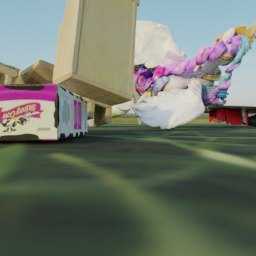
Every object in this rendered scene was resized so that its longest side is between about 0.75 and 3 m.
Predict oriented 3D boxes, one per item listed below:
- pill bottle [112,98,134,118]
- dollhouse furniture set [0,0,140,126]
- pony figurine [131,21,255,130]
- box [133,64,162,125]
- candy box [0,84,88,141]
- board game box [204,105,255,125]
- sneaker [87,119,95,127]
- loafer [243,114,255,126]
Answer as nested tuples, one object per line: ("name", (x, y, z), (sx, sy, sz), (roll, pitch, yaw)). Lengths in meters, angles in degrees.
("pill bottle", (-0.225, -0.496, 5.841), (0.502, 0.502, 0.897), (0, -4, -23))
("dollhouse furniture set", (-0.722, -0.701, 2.910), (1.489, 1.055, 1.621), (16, -19, -41))
("pony figurine", (0.962, -0.930, 5.501), (2.587, 2.231, 2.680), (-14, -19, -14))
("box", (0.496, -1.194, 7.833), (1.023, 1.784, 1.179), (-17, 35, 3))
("candy box", (-0.775, -0.092, 2.167), (0.781, 0.349, 1.145), (0, 1, 1))
("board game box", (3.115, -0.323, 8.862), (2.047, 0.504, 2.591), (1, -2, 34))
("sneaker", (-1.223, -0.510, 9.092), (2.457, 0.953, 1.376), (1, 3, 36))
("loafer", (4.652, -0.380, 9.575), (1.831, 0.643, 0.622), (-1, 5, -14))
